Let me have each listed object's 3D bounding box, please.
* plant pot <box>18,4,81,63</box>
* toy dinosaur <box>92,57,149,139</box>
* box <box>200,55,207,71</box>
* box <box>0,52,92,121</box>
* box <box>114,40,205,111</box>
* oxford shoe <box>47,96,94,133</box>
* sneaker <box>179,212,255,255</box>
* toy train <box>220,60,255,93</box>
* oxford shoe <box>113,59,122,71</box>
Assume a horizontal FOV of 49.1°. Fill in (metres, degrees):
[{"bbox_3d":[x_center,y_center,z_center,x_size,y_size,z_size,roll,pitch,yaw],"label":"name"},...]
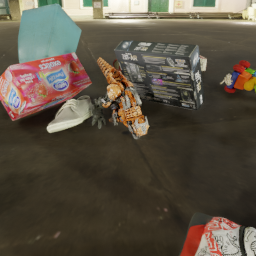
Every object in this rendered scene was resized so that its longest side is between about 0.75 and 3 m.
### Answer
[{"bbox_3d":[-3.570,-3.565,12.451,1.968,2.784,1.967,-1,-16,22],"label":"plant pot"},{"bbox_3d":[-0.209,-0.864,8.154,1.322,1.756,2.588,4,64,-24],"label":"toy dinosaur"},{"bbox_3d":[3.766,-3.500,15.046,0.557,0.654,1.022,-2,26,-5],"label":"box"},{"bbox_3d":[-2.774,-1.465,9.443,1.390,1.331,2.788,-27,4,40],"label":"box"},{"bbox_3d":[1.090,-1.800,9.565,2.797,2.241,0.609,15,55,33],"label":"box"},{"bbox_3d":[-1.665,-0.446,8.184,0.934,0.717,2.483,-11,14,18],"label":"oxford shoe"},{"bbox_3d":[1.208,2.038,3.209,1.416,0.882,2.642,8,24,22],"label":"sneaker"},{"bbox_3d":[4.709,-1.727,11.047,1.540,1.126,2.661,28,35,22],"label":"toy train"},{"bbox_3d":[0.392,-3.540,14.946,2.420,0.853,0.905,-1,20,-5],"label":"oxford shoe"}]
